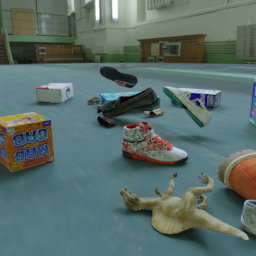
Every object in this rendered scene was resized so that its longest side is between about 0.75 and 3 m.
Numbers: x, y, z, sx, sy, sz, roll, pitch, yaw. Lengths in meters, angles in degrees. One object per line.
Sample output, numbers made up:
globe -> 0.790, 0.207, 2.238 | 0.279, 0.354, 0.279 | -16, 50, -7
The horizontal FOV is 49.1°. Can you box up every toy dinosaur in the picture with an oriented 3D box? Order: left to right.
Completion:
toy dinosaur -> 1.046, 1.434, 4.945 | 2.518, 0.733, 1.273 | 5, 31, 42

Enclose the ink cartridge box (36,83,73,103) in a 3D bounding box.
ink cartridge box -> -4.101, -2.015, 15.870 | 1.431, 0.830, 1.939 | 2, 18, 7

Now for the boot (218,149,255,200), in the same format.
boot -> 3.431, 0.903, 5.794 | 2.694, 1.011, 1.445 | -18, 24, -14

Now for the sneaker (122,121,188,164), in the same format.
sneaker -> 0.711, 0.373, 7.546 | 1.842, 0.987, 0.615 | 5, 17, 17

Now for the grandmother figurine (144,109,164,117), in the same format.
grandmother figurine -> 1.088, -0.665, 12.321 | 0.959, 0.290, 0.581 | -9, 10, -36

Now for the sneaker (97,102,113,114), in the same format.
sneaker -> -0.942, -0.810, 11.528 | 0.769, 0.336, 0.286 | -20, -38, 30

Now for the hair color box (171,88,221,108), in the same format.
hair color box -> 3.560, -1.611, 14.684 | 2.298, 0.745, 1.256 | 8, 17, 30

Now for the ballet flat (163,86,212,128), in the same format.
ballet flat -> 2.143, -0.897, 9.926 | 2.059, 0.715, 0.715 | 47, 36, 17

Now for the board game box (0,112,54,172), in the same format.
board game box -> -2.781, 0.313, 7.440 | 1.159, 1.159, 1.160 | -13, 21, -38

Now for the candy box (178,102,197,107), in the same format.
candy box -> 2.984, -1.159, 14.028 | 0.824, 0.228, 0.475 | 9, 19, 25

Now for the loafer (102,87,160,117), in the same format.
loafer -> -0.013, -1.113, 11.580 | 2.606, 0.820, 0.936 | -10, 36, 24

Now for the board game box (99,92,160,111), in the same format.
board game box -> 0.031, -1.324, 13.898 | 2.607, 0.612, 1.968 | -5, 17, -15

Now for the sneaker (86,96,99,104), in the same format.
sneaker -> -1.773, -1.488, 14.886 | 0.990, 0.382, 0.387 | -14, 23, -35

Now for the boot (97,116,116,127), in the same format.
boot -> -0.839, -0.241, 10.929 | 0.414, 0.319, 0.854 | -1, 23, -41

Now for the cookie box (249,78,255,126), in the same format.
cookie box -> 5.188, -0.881, 10.366 | 0.669, 1.780, 1.522 | 0, 17, 0

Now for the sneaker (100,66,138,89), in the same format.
sneaker -> -0.287, -1.277, 7.360 | 1.034, 0.363, 0.424 | 19, -27, -13

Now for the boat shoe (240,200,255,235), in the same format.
boat shoe -> 2.743, 1.457, 4.715 | 1.645, 0.528, 0.606 | 0, 17, 0
